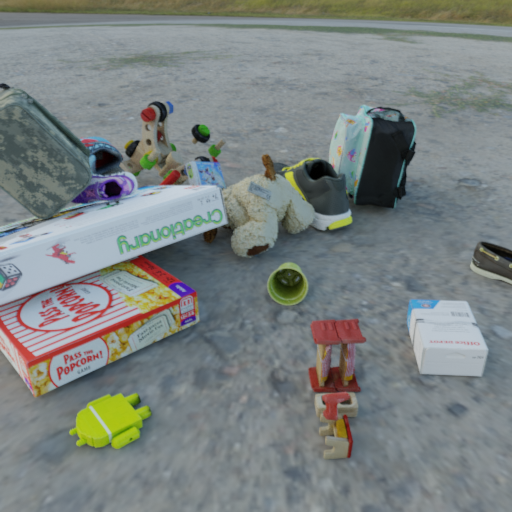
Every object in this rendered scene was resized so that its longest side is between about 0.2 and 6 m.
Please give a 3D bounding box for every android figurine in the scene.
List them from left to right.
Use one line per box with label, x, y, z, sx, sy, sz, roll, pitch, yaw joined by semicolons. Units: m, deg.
android figurine;-1.948;2.195;7.462;1.022;0.210;0.930;-22;36;-35

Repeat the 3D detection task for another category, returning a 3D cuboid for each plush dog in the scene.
plush dog;-0.188;-1.087;12.067;2.004;1.872;2.334;-7;17;44

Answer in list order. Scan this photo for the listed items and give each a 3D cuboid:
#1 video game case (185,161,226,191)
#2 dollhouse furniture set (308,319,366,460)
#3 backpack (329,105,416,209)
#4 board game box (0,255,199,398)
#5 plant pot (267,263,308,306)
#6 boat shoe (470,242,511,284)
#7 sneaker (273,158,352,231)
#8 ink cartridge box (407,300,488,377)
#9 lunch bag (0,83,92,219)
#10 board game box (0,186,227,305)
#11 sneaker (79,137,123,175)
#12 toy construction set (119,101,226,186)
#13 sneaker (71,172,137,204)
video game case;-1.157;-1.751;13.309;0.237;0.944;1.041;-16;-3;37
dollhouse furniture set;1.168;1.727;7.548;0.712;0.942;1.750;-1;29;-2
backpack;2.801;-2.542;13.787;1.977;2.267;2.579;9;26;9
board game box;-2.684;0.942;9.139;2.806;0.650;2.126;-23;34;-35
plant pot;0.591;0.441;10.172;0.722;0.722;0.664;3;18;6
boat shoe;5.049;0.237;10.548;1.912;0.576;0.681;19;34;29
sneaker;1.275;-1.790;13.331;1.204;1.368;3.233;-14;33;-26
ink cartridge box;2.947;1.253;8.769;0.946;0.555;1.292;2;31;5
lunch bag;-4.211;-2.033;10.455;1.490;2.138;1.793;-41;33;5
board game box;-3.348;-0.373;10.544;4.816;0.833;3.040;-22;19;-34
sneaker;-4.842;-2.550;14.984;2.760;1.095;1.318;-25;40;-36
toy construction set;-2.432;-2.239;14.106;2.328;2.145;2.792;36;36;-21
sneaker;-3.096;-1.301;11.051;1.420;0.571;0.628;-9;22;6
